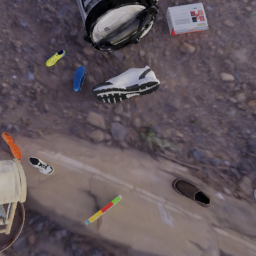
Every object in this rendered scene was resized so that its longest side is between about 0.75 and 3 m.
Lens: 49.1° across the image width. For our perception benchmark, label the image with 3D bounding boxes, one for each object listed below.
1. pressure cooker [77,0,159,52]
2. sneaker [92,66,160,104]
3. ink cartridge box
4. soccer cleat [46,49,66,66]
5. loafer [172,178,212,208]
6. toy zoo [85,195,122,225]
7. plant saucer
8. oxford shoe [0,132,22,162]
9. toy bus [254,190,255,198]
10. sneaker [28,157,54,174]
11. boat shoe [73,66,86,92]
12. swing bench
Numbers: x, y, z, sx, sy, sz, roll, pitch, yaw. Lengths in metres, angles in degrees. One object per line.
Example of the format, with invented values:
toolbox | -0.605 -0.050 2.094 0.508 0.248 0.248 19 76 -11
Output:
pressure cooker | -0.379 -4.243 9.815 2.644 2.603 2.960 -12 76 -19
sneaker | -0.131 -1.579 10.065 2.406 0.887 0.963 -12 60 -7
ink cartridge box | 2.272 -4.068 10.794 1.352 0.567 1.187 -9 75 -2
soccer cleat | -2.734 -2.659 10.507 0.877 0.367 0.284 -39 78 -10
loafer | 2.115 2.072 9.113 1.429 0.507 0.522 27 76 7
toy zoo | -0.753 2.570 8.776 1.369 0.898 0.140 -36 79 -10
plant saucer | -4.326 2.889 8.967 2.134 0.368 2.134 0 74 1
oxford shoe | -4.054 0.734 9.592 0.437 0.427 1.198 -40 71 8
toy bus | 5.434 1.455 8.956 2.093 1.146 2.218 15 75 4
sneaker | -2.937 1.262 9.375 0.924 0.405 0.349 26 72 0
boat shoe | -1.814 -1.794 10.297 0.411 0.335 0.976 16 78 9
swing bench | -4.135 1.993 7.725 1.341 2.056 2.067 49 119 32
